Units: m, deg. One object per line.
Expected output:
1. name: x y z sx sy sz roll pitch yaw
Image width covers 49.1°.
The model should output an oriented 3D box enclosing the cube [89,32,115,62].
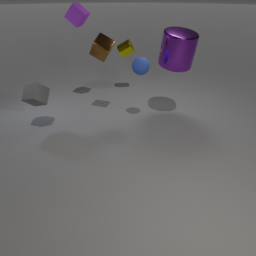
1. cube: -1.043 -3.233 11.259 0.700 0.700 0.700 29 58 -7

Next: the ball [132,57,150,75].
1. ball: 0.503 -2.442 11.032 0.700 0.700 0.700 0 28 0

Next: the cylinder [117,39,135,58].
1. cylinder: -0.106 -4.098 14.461 0.700 0.700 0.700 -25 22 19

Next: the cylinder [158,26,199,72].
1. cylinder: 2.019 -3.184 11.325 1.400 1.400 1.400 5 37 -4

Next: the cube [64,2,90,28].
1. cube: -2.165 -4.833 11.975 0.700 0.700 0.700 40 27 -9

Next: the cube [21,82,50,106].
1. cube: -3.581 -1.300 10.880 0.700 0.700 0.700 -3 -17 30
